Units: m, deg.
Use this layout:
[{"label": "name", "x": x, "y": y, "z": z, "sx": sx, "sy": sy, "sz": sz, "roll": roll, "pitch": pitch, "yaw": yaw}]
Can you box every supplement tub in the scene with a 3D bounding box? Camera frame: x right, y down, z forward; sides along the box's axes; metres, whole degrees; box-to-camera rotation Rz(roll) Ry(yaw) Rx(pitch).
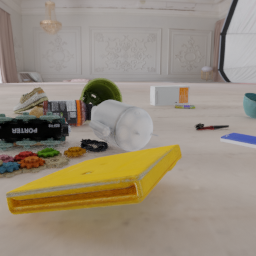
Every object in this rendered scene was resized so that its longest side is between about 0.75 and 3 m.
[{"label": "supplement tub", "x": -2.370, "y": -0.601, "z": 11.174, "sx": 1.943, "sy": 1.039, "sz": 1.039, "roll": -2, "pitch": 12, "yaw": -15}]

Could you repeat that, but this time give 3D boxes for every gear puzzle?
[{"label": "gear puzzle", "x": -2.080, "y": 0.691, "z": 6.820, "sx": 2.339, "sy": 0.306, "sz": 1.212, "roll": -8, "pitch": 14, "yaw": -32}]

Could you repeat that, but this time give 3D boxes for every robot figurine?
[{"label": "robot figurine", "x": -0.175, "y": -0.087, "z": 8.029, "sx": 1.864, "sy": 1.241, "sz": 2.198, "roll": -13, "pitch": 23, "yaw": -41}]

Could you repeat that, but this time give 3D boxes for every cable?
[{"label": "cable", "x": -0.979, "y": 0.462, "z": 8.073, "sx": 0.782, "sy": 0.244, "sz": 0.959, "roll": -2, "pitch": 12, "yaw": -9}]

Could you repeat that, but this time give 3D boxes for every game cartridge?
[{"label": "game cartridge", "x": -0.354, "y": 0.784, "z": 4.749, "sx": 2.146, "sy": 0.395, "sz": 2.434, "roll": -12, "pitch": 0, "yaw": 23}]

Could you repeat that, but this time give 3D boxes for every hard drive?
[{"label": "hard drive", "x": 3.682, "y": 0.389, "z": 8.559, "sx": 0.906, "sy": 0.174, "sz": 1.373, "roll": -11, "pitch": 16, "yaw": -42}]

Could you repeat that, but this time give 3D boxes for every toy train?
[{"label": "toy train", "x": -2.955, "y": 0.052, "z": 8.352, "sx": 2.478, "sy": 1.056, "sz": 1.412, "roll": -2, "pitch": 3, "yaw": -9}]

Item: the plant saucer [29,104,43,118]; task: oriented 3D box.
[{"label": "plant saucer", "x": -3.540, "y": -0.896, "z": 13.865, "sx": 2.733, "sy": 0.484, "sz": 2.733, "roll": 0, "pitch": 12, "yaw": 0}]

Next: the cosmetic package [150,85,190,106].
[{"label": "cosmetic package", "x": 2.636, "y": -2.060, "z": 17.600, "sx": 2.367, "sy": 1.200, "sz": 0.843, "roll": -4, "pitch": 13, "yaw": -16}]

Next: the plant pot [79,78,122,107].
[{"label": "plant pot", "x": -1.486, "y": -1.192, "z": 12.860, "sx": 1.898, "sy": 1.898, "sz": 1.803, "roll": -6, "pitch": 1, "yaw": -26}]

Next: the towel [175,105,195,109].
[{"label": "towel", "x": 3.318, "y": -1.245, "z": 16.335, "sx": 1.189, "sy": 0.135, "sz": 0.854, "roll": 3, "pitch": 12, "yaw": 14}]

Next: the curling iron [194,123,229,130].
[{"label": "curling iron", "x": 3.146, "y": -0.035, "z": 10.461, "sx": 1.378, "sy": 0.176, "sz": 0.342, "roll": 1, "pitch": -25, "yaw": -12}]

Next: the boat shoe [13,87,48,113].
[{"label": "boat shoe", "x": -4.926, "y": -1.371, "z": 13.972, "sx": 2.244, "sy": 0.768, "sz": 0.839, "roll": -19, "pitch": 5, "yaw": 26}]

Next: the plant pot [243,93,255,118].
[{"label": "plant pot", "x": 5.873, "y": -0.964, "z": 12.881, "sx": 1.302, "sy": 0.877, "sz": 1.302, "roll": 8, "pitch": 29, "yaw": -4}]
